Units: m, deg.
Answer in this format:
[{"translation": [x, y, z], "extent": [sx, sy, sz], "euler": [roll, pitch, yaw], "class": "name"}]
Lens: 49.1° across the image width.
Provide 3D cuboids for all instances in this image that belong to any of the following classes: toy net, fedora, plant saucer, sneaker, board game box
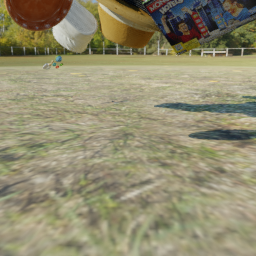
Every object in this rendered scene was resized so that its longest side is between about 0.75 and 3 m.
[{"translation": [-2.707, -2.278, 10.034], "extent": [0.819, 0.429, 0.158], "euler": [-31, 65, -26], "class": "toy net"}, {"translation": [-0.058, -3.082, 7.964], "extent": [2.824, 1.152, 2.824], "euler": [18, 35, -13], "class": "fedora"}, {"translation": [-1.518, -2.255, 4.805], "extent": [1.214, 1.214, 0.196], "euler": [-14, 53, -42], "class": "plant saucer"}, {"translation": [-2.213, -3.430, 8.228], "extent": [1.047, 2.841, 1.642], "euler": [-46, 7, -22], "class": "sneaker"}, {"translation": [1.600, -3.081, 6.300], "extent": [2.278, 2.276, 0.702], "euler": [-19, 43, 31], "class": "board game box"}]
